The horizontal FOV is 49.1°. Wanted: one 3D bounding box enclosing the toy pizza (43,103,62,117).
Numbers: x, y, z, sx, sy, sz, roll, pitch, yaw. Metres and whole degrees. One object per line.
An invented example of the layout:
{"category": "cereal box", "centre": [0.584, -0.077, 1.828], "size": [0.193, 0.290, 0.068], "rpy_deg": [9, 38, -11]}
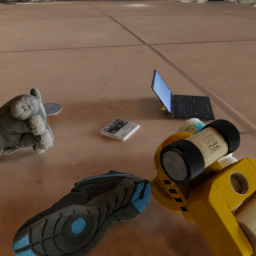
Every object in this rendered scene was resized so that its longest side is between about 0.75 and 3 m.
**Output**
{"category": "toy pizza", "centre": [-2.829, -0.611, 9.857], "size": [1.029, 0.163, 1.029], "rpy_deg": [0, 29, 0]}

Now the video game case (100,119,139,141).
{"category": "video game case", "centre": [-0.242, 0.035, 8.796], "size": [0.867, 0.111, 0.953], "rpy_deg": [17, 35, 26]}

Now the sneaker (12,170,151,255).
{"category": "sneaker", "centre": [-0.865, 1.608, 5.380], "size": [2.805, 1.027, 1.149], "rpy_deg": [-15, 22, -40]}

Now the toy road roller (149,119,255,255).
{"category": "toy road roller", "centre": [1.559, 1.267, 5.590], "size": [1.616, 1.919, 2.629], "rpy_deg": [-24, 74, -34]}

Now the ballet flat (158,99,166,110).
{"category": "ballet flat", "centre": [1.316, -1.010, 10.387], "size": [0.351, 0.322, 1.021], "rpy_deg": [1, 30, 1]}

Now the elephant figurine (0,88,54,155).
{"category": "elephant figurine", "centre": [-3.425, 0.158, 7.213], "size": [2.614, 1.849, 2.028], "rpy_deg": [-21, 4, -5]}

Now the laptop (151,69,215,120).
{"category": "laptop", "centre": [1.949, -1.235, 9.980], "size": [2.179, 1.125, 1.931], "rpy_deg": [4, 31, 7]}

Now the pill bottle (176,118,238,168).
{"category": "pill bottle", "centre": [1.967, 0.521, 7.016], "size": [0.875, 0.875, 1.579], "rpy_deg": [-19, 49, -30]}
